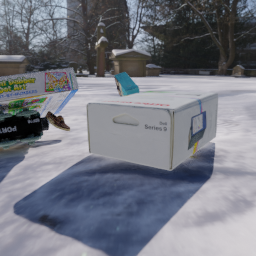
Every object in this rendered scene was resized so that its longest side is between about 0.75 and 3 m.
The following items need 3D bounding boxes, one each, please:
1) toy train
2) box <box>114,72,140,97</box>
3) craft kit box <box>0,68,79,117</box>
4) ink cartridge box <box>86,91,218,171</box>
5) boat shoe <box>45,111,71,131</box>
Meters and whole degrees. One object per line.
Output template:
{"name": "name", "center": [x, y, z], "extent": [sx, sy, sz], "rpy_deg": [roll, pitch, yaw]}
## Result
{"name": "toy train", "center": [-2.758, 0.033, 6.102], "extent": [1.967, 0.838, 1.121], "rpy_deg": [-12, 8, -28]}
{"name": "box", "center": [-0.013, -1.613, 12.052], "extent": [0.574, 0.961, 2.334], "rpy_deg": [-18, 28, -7]}
{"name": "craft kit box", "center": [-2.822, -0.623, 6.912], "extent": [2.640, 0.648, 2.673], "rpy_deg": [-17, -3, -26]}
{"name": "ink cartridge box", "center": [0.670, -0.146, 6.310], "extent": [1.972, 1.188, 2.714], "rpy_deg": [7, 14, 32]}
{"name": "boat shoe", "center": [-1.836, -0.192, 7.373], "extent": [0.864, 0.311, 0.312], "rpy_deg": [28, 7, 26]}
